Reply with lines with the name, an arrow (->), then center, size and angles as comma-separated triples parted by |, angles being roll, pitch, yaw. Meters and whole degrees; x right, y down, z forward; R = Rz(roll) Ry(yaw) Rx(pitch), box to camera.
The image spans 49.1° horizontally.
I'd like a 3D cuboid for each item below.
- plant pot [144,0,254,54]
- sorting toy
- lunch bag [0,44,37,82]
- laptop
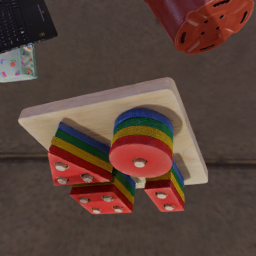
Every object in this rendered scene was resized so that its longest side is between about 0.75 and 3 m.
plant pot -> 1.410, -3.084, 6.231 | 2.374, 2.374, 2.309 | -18, 70, -5
sorting toy -> -0.188, 0.701, 5.406 | 2.929, 2.912, 1.019 | -9, 49, 22
lunch bag -> -3.104, -1.969, 7.211 | 1.254, 0.898, 1.473 | -5, 93, 13
laptop -> -3.108, -2.723, 5.904 | 2.548, 1.316, 2.259 | -20, 59, -9
